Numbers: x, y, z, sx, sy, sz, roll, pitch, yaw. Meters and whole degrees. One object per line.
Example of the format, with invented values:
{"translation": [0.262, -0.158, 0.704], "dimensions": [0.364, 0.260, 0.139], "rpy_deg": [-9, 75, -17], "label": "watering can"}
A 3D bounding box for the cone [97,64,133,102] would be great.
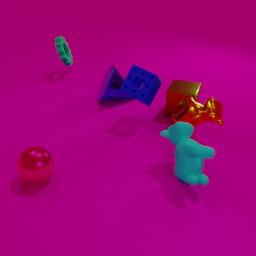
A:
{"translation": [-0.179, -1.246, 9.298], "dimensions": [1.298, 1.293, 1.293], "rpy_deg": [21, 30, -18], "label": "cone"}

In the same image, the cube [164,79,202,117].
{"translation": [1.667, -0.858, 8.478], "dimensions": [0.886, 0.886, 0.886], "rpy_deg": [12, 36, 17], "label": "cube"}

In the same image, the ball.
{"translation": [-2.010, 0.795, 6.115], "dimensions": [0.801, 0.801, 0.801], "rpy_deg": [0, 34, 0], "label": "ball"}

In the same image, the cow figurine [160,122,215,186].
{"translation": [1.206, 0.533, 6.039], "dimensions": [0.711, 1.296, 1.275], "rpy_deg": [9, 3, -34], "label": "cow figurine"}

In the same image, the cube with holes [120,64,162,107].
{"translation": [0.378, -1.163, 7.760], "dimensions": [0.773, 0.773, 0.773], "rpy_deg": [29, 2, 16], "label": "cube with holes"}

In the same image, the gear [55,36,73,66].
{"translation": [-2.459, -2.952, 10.781], "dimensions": [0.204, 1.103, 1.103], "rpy_deg": [-16, 33, 8], "label": "gear"}

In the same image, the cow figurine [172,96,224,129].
{"translation": [1.828, -0.281, 7.361], "dimensions": [0.738, 1.345, 1.323], "rpy_deg": [30, 24, -27], "label": "cow figurine"}
